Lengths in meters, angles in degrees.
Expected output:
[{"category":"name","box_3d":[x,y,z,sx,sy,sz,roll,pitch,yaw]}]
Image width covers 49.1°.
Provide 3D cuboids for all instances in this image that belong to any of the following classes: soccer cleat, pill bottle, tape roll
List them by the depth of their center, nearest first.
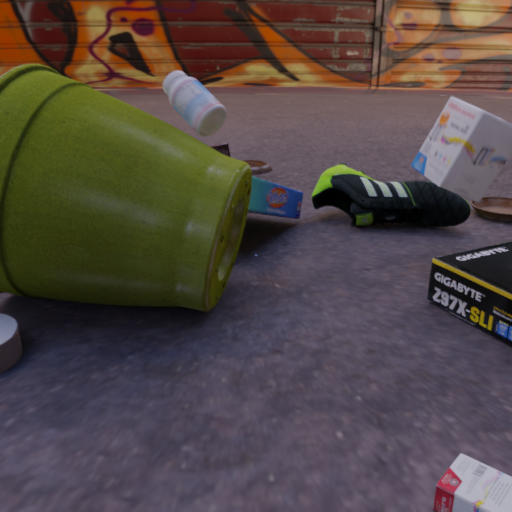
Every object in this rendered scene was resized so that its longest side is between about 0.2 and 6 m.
[{"category":"tape roll","box_3d":[-3.596,1.146,7.053,1.174,0.388,1.174,0,22,0]},{"category":"pill bottle","box_3d":[-0.930,-2.269,8.270,0.545,0.545,1.002,-21,61,-42]},{"category":"soccer cleat","box_3d":[2.816,-1.072,12.096,3.358,1.134,1.361,17,53,26]}]

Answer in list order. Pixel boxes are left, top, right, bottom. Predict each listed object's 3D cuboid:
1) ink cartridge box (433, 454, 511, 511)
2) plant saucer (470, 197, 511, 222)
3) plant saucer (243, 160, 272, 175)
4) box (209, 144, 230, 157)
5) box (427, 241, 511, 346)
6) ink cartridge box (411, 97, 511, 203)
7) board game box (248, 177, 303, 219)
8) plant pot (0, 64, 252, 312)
[{"category":"ink cartridge box","box_3d":[1.964,2.085,4.755,0.726,0.301,0.529,18,28,38]},{"category":"plant saucer","box_3d":[5.680,-1.052,12.862,1.463,0.268,1.463,-1,22,0]},{"category":"plant saucer","box_3d":[-0.193,-2.756,17.315,1.388,0.223,1.388,1,21,0]},{"category":"box","box_3d":[-1.200,-2.930,16.831,0.646,0.778,0.639,0,17,36]},{"category":"box","box_3d":[4.677,0.512,8.129,3.317,0.818,2.649,-10,25,-24]},{"category":"ink cartridge box","box_3d":[3.581,-1.827,9.592,0.990,1.369,1.007,16,24,-25]},{"category":"board game box","box_3d":[-0.548,-1.269,11.400,2.208,0.653,2.903,10,5,22]},{"category":"plant pot","box_3d":[-1.918,-0.674,8.325,3.347,3.476,3.476,15,23,5]}]
